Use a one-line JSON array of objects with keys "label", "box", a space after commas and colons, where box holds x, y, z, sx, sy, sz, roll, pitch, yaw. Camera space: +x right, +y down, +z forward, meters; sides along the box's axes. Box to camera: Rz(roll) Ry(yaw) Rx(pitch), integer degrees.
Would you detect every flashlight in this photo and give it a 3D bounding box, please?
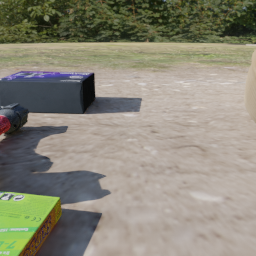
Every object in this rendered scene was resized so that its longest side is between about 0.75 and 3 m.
[{"label": "flashlight", "box": [-2.819, 0.053, 5.728, 0.838, 0.841, 2.476, 26, 21, -1]}]

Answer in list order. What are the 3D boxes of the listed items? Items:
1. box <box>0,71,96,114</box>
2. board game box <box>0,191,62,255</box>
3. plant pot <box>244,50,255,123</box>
[{"label": "box", "box": [-2.472, -1.183, 8.862, 2.582, 1.018, 1.822, 2, 23, 4]}, {"label": "board game box", "box": [-1.702, 1.415, 2.640, 1.209, 0.379, 2.530, 3, 18, 11]}, {"label": "plant pot", "box": [3.510, -0.637, 6.298, 2.537, 1.171, 2.537, 17, 52, -23]}]
